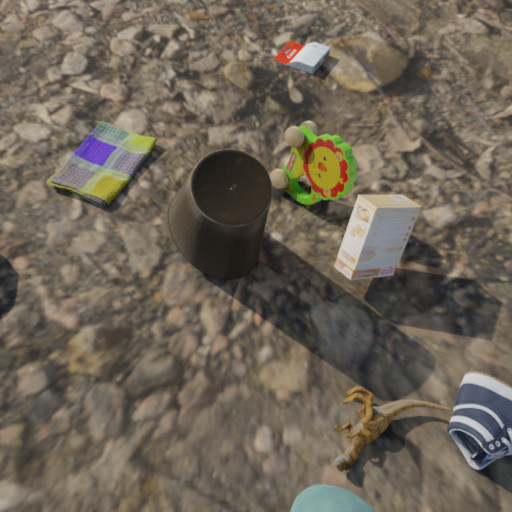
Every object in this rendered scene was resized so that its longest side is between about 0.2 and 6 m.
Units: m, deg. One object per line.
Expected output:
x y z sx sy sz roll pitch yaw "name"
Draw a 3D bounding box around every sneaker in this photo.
3.969 2.756 8.204 2.315 0.811 1.256 25 54 24 "sneaker"

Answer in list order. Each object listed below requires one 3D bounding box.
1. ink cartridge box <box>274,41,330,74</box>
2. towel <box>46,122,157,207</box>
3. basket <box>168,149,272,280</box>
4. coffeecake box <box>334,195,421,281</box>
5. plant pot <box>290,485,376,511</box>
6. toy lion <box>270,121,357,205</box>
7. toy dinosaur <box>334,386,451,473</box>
1.134 -5.006 13.853 1.118 0.264 0.895 27 60 16 "ink cartridge box"
-3.213 -1.980 11.805 1.509 0.239 2.101 22 59 16 "towel"
-0.559 -0.730 9.388 1.525 2.242 2.022 -37 86 -18 "basket"
2.088 -0.324 9.695 1.074 1.399 0.511 -4 33 -33 "coffeecake box"
0.949 3.617 7.486 1.336 1.336 0.900 -19 27 -12 "plant pot"
1.150 -1.626 10.659 0.579 1.688 1.618 -27 62 -36 "toy lion"
1.860 2.503 8.661 1.987 0.600 1.055 -33 85 -14 "toy dinosaur"
